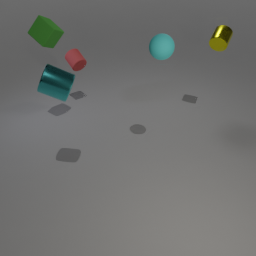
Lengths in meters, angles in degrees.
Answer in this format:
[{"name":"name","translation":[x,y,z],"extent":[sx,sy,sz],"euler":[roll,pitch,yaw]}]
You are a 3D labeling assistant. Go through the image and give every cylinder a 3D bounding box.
[{"name":"cylinder","translation":[-2.269,-2.955,12.167],"extent":[0.700,0.700,0.700],"euler":[-25,71,-34]},{"name":"cylinder","translation":[3.529,-3.404,10.638],"extent":[0.700,0.700,0.700],"euler":[18,66,26]},{"name":"cylinder","translation":[-1.694,-1.063,6.630],"extent":[0.700,0.700,0.700],"euler":[20,29,-16]}]

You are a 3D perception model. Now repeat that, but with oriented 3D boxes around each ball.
[{"name":"ball","translation":[0.924,-2.225,7.685],"extent":[0.700,0.700,0.700],"euler":[0,32,0]}]

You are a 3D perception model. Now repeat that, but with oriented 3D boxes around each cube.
[{"name":"cube","translation":[-2.668,-3.121,9.141],"extent":[0.700,0.700,0.700],"euler":[42,17,3]}]
